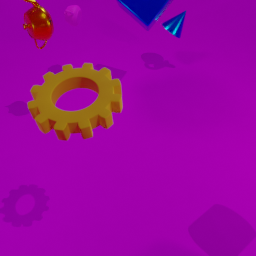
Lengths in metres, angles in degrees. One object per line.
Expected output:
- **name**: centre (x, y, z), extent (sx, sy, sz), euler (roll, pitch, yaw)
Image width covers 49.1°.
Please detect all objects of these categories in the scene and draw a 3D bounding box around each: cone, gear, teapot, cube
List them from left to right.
- **teapot**: centre (-2.194, -2.518, 6.678), extent (0.643, 1.313, 0.816), euler (-25, 40, -27)
- **teapot**: centre (-1.833, -3.704, 9.228), extent (0.525, 0.667, 1.073), euler (15, 8, 3)
- **gear**: centre (-0.647, -0.367, 3.522), extent (1.143, 0.211, 1.143), euler (-2, 52, 2)
- **cube**: centre (0.512, -3.731, 8.068), extent (1.217, 1.217, 1.217), euler (40, 13, -5)
- **cone**: centre (1.889, -4.004, 10.455), extent (0.899, 0.902, 0.899), euler (28, 32, -19)
